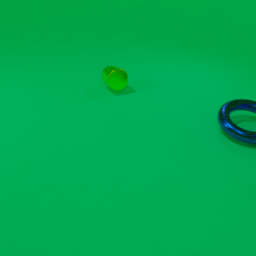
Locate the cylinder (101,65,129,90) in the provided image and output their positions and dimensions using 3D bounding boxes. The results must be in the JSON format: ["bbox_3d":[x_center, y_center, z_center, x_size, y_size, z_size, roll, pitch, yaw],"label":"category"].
[{"bbox_3d":[-0.479,-1.803,10.007,0.771,0.771,0.771,-15,26,-20],"label":"cylinder"}]

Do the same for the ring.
[{"bbox_3d":[3.427,-0.221,7.952,1.739,0.348,1.739,1,44,-1],"label":"ring"}]
